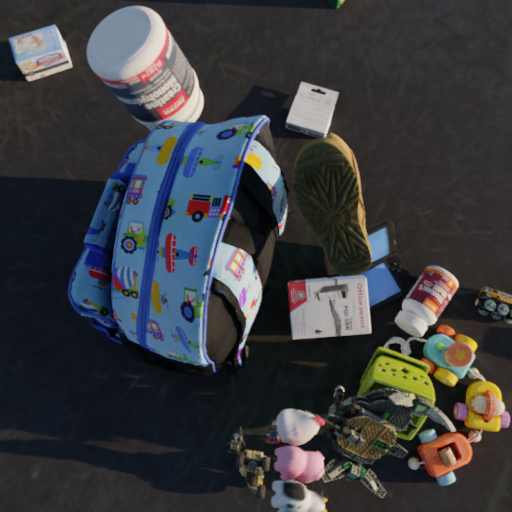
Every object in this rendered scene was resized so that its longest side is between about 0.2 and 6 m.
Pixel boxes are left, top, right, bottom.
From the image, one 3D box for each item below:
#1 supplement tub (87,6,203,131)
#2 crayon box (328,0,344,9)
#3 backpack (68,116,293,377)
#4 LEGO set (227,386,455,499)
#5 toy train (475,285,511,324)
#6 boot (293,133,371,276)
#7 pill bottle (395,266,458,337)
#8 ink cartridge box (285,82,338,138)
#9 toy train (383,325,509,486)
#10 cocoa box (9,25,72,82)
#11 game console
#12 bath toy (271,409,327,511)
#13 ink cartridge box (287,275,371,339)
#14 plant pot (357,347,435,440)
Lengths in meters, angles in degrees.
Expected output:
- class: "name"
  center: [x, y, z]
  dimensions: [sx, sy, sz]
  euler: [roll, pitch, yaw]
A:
- class: "supplement tub"
  center: [-1.760, -2.977, 9.241]
  dimensions: [1.315, 1.874, 1.315]
  euler: [-7, 67, 17]
- class: "crayon box"
  center: [1.909, -5.871, 11.885]
  dimensions: [0.269, 0.796, 0.923]
  euler: [34, 77, 9]
- class: "backpack"
  center: [-1.059, -0.227, 8.492]
  dimensions: [2.807, 4.173, 3.809]
  euler: [15, 76, 4]
- class: "LEGO set"
  center: [1.294, 2.813, 9.009]
  dimensions: [3.454, 0.979, 2.243]
  euler: [-1, 117, 6]
- class: "toy train"
  center: [4.445, 0.882, 10.181]
  dimensions: [0.892, 0.380, 0.509]
  euler: [18, 65, 5]
- class: "boot"
  center: [0.979, -1.045, 7.315]
  dimensions: [0.725, 1.920, 2.193]
  euler: [-10, 35, 13]
- class: "pill bottle"
  center: [3.031, 0.820, 10.014]
  dimensions: [0.655, 0.655, 1.195]
  euler: [35, 75, 9]
- class: "ink cartridge box"
  center: [1.137, -2.941, 11.354]
  dimensions: [0.835, 0.293, 1.028]
  euler: [18, 67, 5]
- class: "toy train"
  center: [3.263, 2.449, 9.534]
  dimensions: [1.918, 0.710, 2.554]
  euler: [-16, 75, -5]
- class: "cocoa box"
  center: [-4.407, -4.151, 11.468]
  dimensions: [0.980, 0.643, 0.653]
  euler: [-20, 75, -6]
- class: "game console"
  center: [2.058, 0.297, 10.087]
  dimensions: [1.445, 0.841, 1.271]
  euler: [-26, 75, -7]
- class: "bath toy"
  center: [0.622, 2.849, 7.407]
  dimensions: [0.646, 0.760, 1.748]
  euler: [-14, 45, 19]
- class: "ink cartridge box"
  center: [1.278, 0.898, 9.868]
  dimensions: [1.382, 0.573, 1.014]
  euler: [-6, 90, 4]
- class: "plant pot"
  center: [2.277, 2.225, 9.351]
  dimensions: [1.083, 1.077, 0.982]
  euler: [19, 35, 4]
